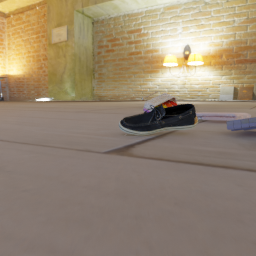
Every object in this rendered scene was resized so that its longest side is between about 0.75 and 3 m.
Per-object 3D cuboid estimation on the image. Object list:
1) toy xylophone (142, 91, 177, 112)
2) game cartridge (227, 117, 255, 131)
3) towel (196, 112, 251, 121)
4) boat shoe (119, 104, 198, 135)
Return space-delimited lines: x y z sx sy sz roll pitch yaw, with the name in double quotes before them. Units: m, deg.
"toy xylophone" 1.169 -1.009 10.745 1.406 0.353 1.030 -21 36 -21
"game cartridge" 2.971 -0.100 6.362 0.983 0.291 1.516 -4 -2 38
"towel" 3.194 -0.397 9.759 1.705 0.288 1.785 3 6 36
"boat shoe" 0.688 -0.242 6.367 1.823 0.568 0.680 -5 34 -1
